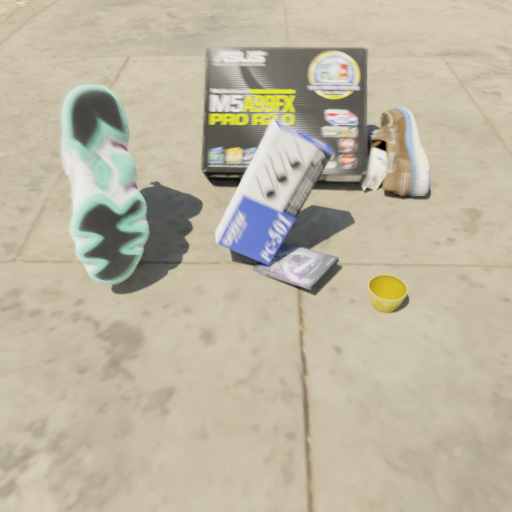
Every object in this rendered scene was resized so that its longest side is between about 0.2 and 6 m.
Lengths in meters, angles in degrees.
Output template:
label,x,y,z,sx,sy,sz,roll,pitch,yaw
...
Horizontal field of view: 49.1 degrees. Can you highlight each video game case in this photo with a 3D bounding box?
label,x,y,z,sx,sy,sz,roll,pitch,yaw
video game case,0.773,0.172,11.001,1.397,0.132,0.998,17,44,36

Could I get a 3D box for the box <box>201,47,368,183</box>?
label,x,y,z,sx,sy,sz,roll,pitch,yaw
box,0.677,-3.346,13.338,3.836,0.849,3.073,2,84,3

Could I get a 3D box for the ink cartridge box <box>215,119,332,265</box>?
label,x,y,z,sx,sy,sz,roll,pitch,yaw
ink cartridge box,0.287,-1.145,10.522,1.178,2.506,0.554,23,24,-16

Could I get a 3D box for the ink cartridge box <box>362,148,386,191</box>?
label,x,y,z,sx,sy,sz,roll,pitch,yaw
ink cartridge box,2.831,-2.019,13.406,0.363,0.632,1.079,20,41,-9

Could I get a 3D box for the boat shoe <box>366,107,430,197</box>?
label,x,y,z,sx,sy,sz,roll,pitch,yaw
boat shoe,3.343,-2.696,13.840,1.189,1.186,3.284,-2,40,0

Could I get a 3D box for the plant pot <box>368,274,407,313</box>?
label,x,y,z,sx,sy,sz,roll,pitch,yaw
plant pot,2.374,0.748,10.261,0.700,0.497,0.700,0,41,0

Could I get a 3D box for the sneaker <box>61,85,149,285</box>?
label,x,y,z,sx,sy,sz,roll,pitch,yaw
sneaker,-3.002,-1.323,10.868,1.385,3.562,2.492,-4,7,-20
